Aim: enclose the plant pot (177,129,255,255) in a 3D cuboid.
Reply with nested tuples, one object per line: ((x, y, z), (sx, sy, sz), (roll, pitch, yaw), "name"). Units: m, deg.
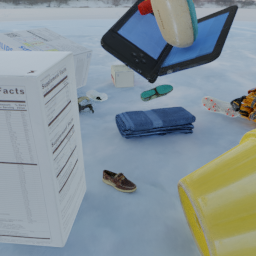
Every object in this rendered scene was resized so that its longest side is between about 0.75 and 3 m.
((1.901, 1.128, 4.243), (1.972, 2.096, 2.096), (-18, 27, -1), "plant pot")

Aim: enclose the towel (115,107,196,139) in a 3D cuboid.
((0.794, -0.167, 8.395), (2.216, 0.538, 1.237), (-7, 26, -12), "towel")

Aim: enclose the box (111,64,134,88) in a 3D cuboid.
((-0.262, -2.383, 12.728), (0.858, 0.731, 1.342), (-5, 26, -10), "box")

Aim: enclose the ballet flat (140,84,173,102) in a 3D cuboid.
((0.711, -0.865, 6.996), (0.849, 0.315, 0.315), (-14, 27, -3), "ballet flat")

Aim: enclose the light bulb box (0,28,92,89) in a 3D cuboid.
((-3.500, -2.689, 11.459), (2.805, 1.766, 2.830), (30, 36, 19), "light bulb box")

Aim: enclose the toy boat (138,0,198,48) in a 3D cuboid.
((1.061, -3.094, 7.041), (1.039, 1.879, 2.235), (-27, 34, -4), "toy boat")

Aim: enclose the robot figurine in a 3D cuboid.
((4.577, -0.785, 9.185), (1.932, 0.776, 2.665), (29, 34, 32), "robot figurine")

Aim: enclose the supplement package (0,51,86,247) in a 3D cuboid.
((-1.742, 0.299, 4.699), (1.644, 2.891, 1.583), (3, 26, 5), "supplement package")

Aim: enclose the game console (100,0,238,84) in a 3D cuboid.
((1.146, -2.738, 7.408), (2.527, 1.751, 2.960), (34, 51, -5), "game console")

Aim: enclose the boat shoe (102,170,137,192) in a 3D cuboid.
((-0.197, 1.108, 6.011), (0.852, 0.307, 0.307), (18, 31, 32), "boat shoe")

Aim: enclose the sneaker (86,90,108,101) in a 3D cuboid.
((-1.267, -1.248, 10.863), (0.946, 0.333, 0.379), (13, 32, 24), "sneaker")

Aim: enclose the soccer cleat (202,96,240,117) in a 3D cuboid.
((3.229, -0.743, 9.714), (1.397, 0.484, 0.542), (28, 32, 33), "soccer cleat")

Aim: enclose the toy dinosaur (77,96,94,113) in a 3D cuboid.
((-1.842, -0.759, 9.641), (1.090, 0.587, 2.474), (10, 24, 35), "toy dinosaur")
